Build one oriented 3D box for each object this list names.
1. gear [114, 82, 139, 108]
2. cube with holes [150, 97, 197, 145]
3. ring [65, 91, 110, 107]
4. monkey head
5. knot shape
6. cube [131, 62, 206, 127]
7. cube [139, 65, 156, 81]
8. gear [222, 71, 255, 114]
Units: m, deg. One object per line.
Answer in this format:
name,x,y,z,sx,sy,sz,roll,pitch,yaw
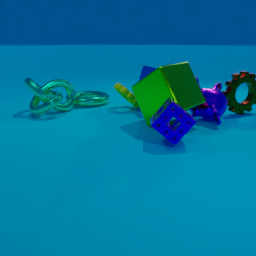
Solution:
gear,-0.020,-1.183,10.168,1.153,0.213,1.153,41,-2,2
cube with holes,1.069,-0.186,6.813,0.747,0.747,0.747,39,13,-8
ring,-1.607,-1.183,11.117,1.755,0.351,1.755,0,17,0
monkey head,2.484,-0.930,8.677,1.153,1.376,1.913,1,42,20
knot shape,-2.722,-1.036,9.504,1.808,0.835,1.691,14,36,-10
cube,1.166,-0.978,8.153,1.325,1.325,1.325,-20,-6,-41
cube,1.107,-1.435,10.031,1.229,1.229,1.229,13,13,-21
gear,3.832,-1.174,9.412,1.399,1.399,0.259,-6,17,-18
